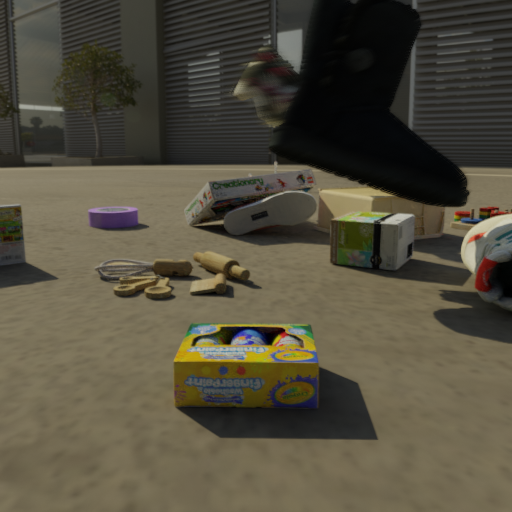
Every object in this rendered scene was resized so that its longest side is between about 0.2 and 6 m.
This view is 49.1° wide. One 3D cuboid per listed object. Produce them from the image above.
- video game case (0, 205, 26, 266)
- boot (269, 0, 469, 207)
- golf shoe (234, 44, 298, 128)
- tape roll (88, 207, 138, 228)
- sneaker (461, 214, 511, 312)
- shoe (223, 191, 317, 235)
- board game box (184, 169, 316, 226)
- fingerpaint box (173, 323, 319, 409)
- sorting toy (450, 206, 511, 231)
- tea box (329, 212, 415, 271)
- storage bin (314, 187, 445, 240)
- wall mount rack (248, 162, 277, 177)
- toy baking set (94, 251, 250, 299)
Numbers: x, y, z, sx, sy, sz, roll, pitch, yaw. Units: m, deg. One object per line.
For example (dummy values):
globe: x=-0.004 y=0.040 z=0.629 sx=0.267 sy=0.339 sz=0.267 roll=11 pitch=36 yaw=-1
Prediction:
video game case: x=-4.865 y=-0.341 z=10.190 sx=1.215 sy=1.105 sz=0.139 roll=-10 pitch=15 yaw=-39
boot: x=2.135 y=-2.545 z=8.956 sx=3.387 sy=2.846 sz=1.293 roll=20 pitch=1 yaw=8
golf shoe: x=0.747 y=-2.829 z=10.860 sx=2.731 sy=1.203 sz=1.054 roll=48 pitch=12 yaw=23
tape roll: x=-3.890 y=-1.054 z=15.270 sx=1.311 sy=0.430 sz=1.311 roll=1 pitch=12 yaw=0
sneaker: x=3.629 y=0.074 z=7.929 sx=1.594 sy=1.200 sz=3.409 roll=3 pitch=14 yaw=-13
shoe: x=0.340 y=-1.112 z=13.928 sx=2.315 sy=0.827 sz=1.053 roll=-14 pitch=12 yaw=5
board game box: x=-0.170 y=-1.557 z=14.989 sx=3.084 sy=0.534 sz=1.947 roll=-11 pitch=-12 yaw=-29
fingerpaint box: x=-0.074 y=1.005 z=5.338 sx=1.273 sy=0.467 sz=1.062 roll=0 pitch=12 yaw=2
sorting toy: x=6.211 y=-0.938 z=14.464 sx=1.520 sy=0.533 sz=3.152 roll=-8 pitch=15 yaw=-34
tea box: x=2.209 y=-0.319 z=10.627 sx=1.290 sy=0.876 sz=1.312 roll=5 pitch=13 yaw=27
storage bin: x=3.031 y=-1.076 z=13.830 sx=2.298 sy=1.085 sz=2.315 roll=-5 pitch=13 yaw=-27
wall mount rack: x=0.348 y=-1.866 z=16.214 sx=1.604 sy=1.394 sz=0.598 roll=-29 pitch=11 yaw=-25
toy baking set: x=-1.494 y=0.210 z=9.446 sx=2.174 sy=0.330 sz=2.833 roll=-6 pitch=13 yaw=-27
